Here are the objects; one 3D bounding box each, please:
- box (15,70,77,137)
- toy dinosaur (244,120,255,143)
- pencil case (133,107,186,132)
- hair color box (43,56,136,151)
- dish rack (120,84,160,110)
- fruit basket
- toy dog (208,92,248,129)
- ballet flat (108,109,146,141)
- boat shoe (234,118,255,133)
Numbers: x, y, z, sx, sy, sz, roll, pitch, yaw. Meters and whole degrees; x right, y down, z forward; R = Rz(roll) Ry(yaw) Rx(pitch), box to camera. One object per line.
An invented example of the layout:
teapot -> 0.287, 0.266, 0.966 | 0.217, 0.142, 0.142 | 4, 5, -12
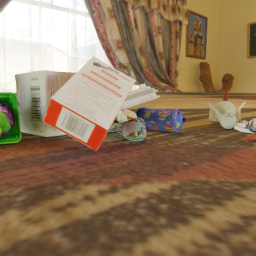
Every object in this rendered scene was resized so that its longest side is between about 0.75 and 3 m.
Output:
box -> -2.280, -0.758, 8.431 | 1.810, 1.801, 1.551 | 7, 10, 44
toy dinosaur -> 3.780, 0.178, 7.586 | 1.165, 1.284, 0.674 | 27, -19, 6
pencil case -> 0.953, -0.308, 9.015 | 1.718, 0.746, 0.671 | 6, -18, 38
hair color box -> -0.822, -0.720, 6.912 | 1.375, 0.793, 2.480 | 30, 39, -3
dish rack -> -0.581, -0.928, 9.625 | 2.425, 0.615, 2.825 | -20, 11, -37
fruit basket -> -3.521, -0.134, 6.488 | 2.085, 1.504, 2.085 | -8, -6, -1
toy dog -> 3.646, -0.701, 10.201 | 1.594, 1.164, 2.416 | -1, 9, -7
ballet flat -> -0.151, -0.192, 8.274 | 0.818, 0.818, 2.275 | -5, 10, -27
boat shoe -> 3.964, -0.086, 8.534 | 0.530, 0.484, 1.473 | -7, 11, -35
